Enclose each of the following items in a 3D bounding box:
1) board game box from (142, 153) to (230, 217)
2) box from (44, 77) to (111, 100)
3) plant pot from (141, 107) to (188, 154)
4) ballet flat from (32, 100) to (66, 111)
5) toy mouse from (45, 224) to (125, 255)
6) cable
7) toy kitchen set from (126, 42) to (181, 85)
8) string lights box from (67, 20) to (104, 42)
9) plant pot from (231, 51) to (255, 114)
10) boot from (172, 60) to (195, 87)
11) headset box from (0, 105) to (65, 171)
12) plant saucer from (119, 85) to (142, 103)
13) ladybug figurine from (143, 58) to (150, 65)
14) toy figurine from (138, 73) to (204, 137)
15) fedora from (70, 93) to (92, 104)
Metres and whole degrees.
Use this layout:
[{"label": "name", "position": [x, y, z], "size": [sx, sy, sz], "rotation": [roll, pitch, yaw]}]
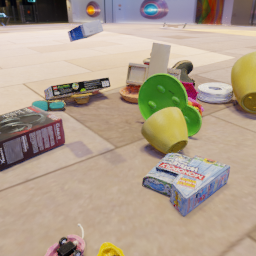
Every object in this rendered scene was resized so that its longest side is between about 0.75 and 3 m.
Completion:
[{"label": "board game box", "position": [1.303, 1.243, 6.713], "size": [1.752, 0.540, 1.751], "rotation": [16, 29, 30]}, {"label": "box", "position": [-2.267, -1.760, 12.500], "size": [2.645, 0.459, 1.456], "rotation": [-14, 6, -28]}, {"label": "plant pot", "position": [1.204, 0.210, 8.244], "size": [1.376, 1.376, 0.976], "rotation": [-12, 55, -24]}, {"label": "ballet flat", "position": [-3.210, -0.910, 11.428], "size": [1.347, 0.476, 0.476], "rotation": [-2, 26, -3]}, {"label": "toy mouse", "position": [-0.905, 2.390, 4.487], "size": [1.787, 0.389, 2.011], "rotation": [-11, 28, -23]}, {"label": "cable", "position": [3.923, -1.595, 12.625], "size": [1.604, 0.555, 1.604], "rotation": [8, 27, 16]}, {"label": "toy kitchen set", "position": [1.206, -2.954, 13.541], "size": [2.370, 1.933, 2.138], "rotation": [8, 8, -3]}, {"label": "string lights box", "position": [-1.106, -2.462, 7.158], "size": [0.517, 0.297, 1.007], "rotation": [-25, 19, -29]}, {"label": "plant pot", "position": [5.180, -1.568, 11.036], "size": [2.357, 2.357, 1.673], "rotation": [10, 54, 20]}, {"label": "boot", "position": [2.973, -2.539, 14.321], "size": [2.705, 1.048, 1.871], "rotation": [-34, 45, -30]}, {"label": "headset box", "position": [-3.239, 0.150, 8.568], "size": [1.769, 0.918, 2.377], "rotation": [23, 35, 39]}, {"label": "plant saucer", "position": [0.532, -1.543, 12.761], "size": [1.847, 0.346, 1.847], "rotation": [0, 25, 0]}, {"label": "ladybug figurine", "position": [1.537, -4.349, 18.484], "size": [1.315, 0.473, 0.893], "rotation": [-15, 29, -29]}, {"label": "toy figurine", "position": [2.039, -0.921, 10.331], "size": [2.572, 1.931, 2.367], "rotation": [40, 32, 23]}, {"label": "fedora", "position": [-1.986, -1.272, 12.041], "size": [1.008, 0.411, 1.008], "rotation": [-5, 11, 1]}]
